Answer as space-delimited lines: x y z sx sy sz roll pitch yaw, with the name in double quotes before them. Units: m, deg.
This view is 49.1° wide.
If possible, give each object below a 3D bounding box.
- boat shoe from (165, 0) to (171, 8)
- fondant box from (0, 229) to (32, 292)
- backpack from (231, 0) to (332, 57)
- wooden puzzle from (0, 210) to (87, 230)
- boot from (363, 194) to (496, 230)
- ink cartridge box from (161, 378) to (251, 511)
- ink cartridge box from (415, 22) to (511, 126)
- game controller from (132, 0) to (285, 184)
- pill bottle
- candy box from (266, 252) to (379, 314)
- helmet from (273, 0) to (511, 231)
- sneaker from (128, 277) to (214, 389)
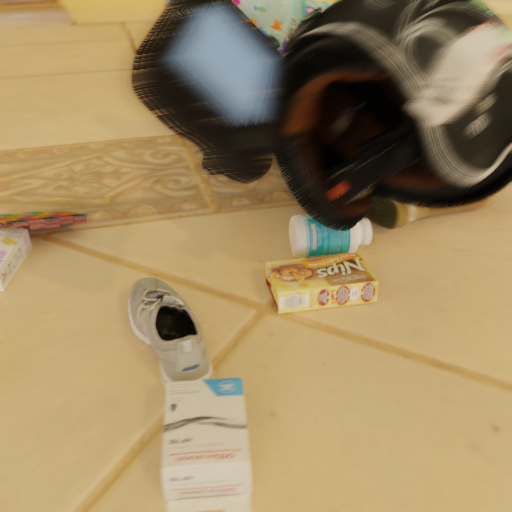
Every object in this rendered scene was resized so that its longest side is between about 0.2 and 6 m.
"boat shoe" -1.474 -4.827 11.863 0.924 2.467 0.763 -22 36 -17
"fondant box" -4.462 0.046 9.230 1.027 0.414 1.423 -1 32 -1
"backpack" 0.090 -3.920 10.447 2.476 3.289 2.920 0 11 -7
"wooden puzzle" -4.048 -0.640 10.100 1.382 0.164 2.331 8 14 41
"boot" 3.047 -1.270 11.171 2.521 0.834 2.208 -15 37 -28
"ink cartridge box" -0.515 2.000 5.867 0.883 0.509 1.525 -3 31 -5
"ink cartridge box" 1.784 -1.568 4.887 0.536 0.731 0.303 -38 76 -23
"game controller" -0.317 -1.738 5.157 0.557 1.380 2.646 -27 32 26
"pill bottle" 1.271 -0.371 9.609 1.333 0.738 0.738 -4 31 -6
"candy box" 0.989 0.397 8.621 1.550 0.429 0.895 -5 31 -9
"helmet" 2.057 -2.010 7.670 3.320 3.320 3.165 25 40 36
"sneaker" -1.117 0.813 7.423 0.860 0.943 2.301 -15 34 -24
